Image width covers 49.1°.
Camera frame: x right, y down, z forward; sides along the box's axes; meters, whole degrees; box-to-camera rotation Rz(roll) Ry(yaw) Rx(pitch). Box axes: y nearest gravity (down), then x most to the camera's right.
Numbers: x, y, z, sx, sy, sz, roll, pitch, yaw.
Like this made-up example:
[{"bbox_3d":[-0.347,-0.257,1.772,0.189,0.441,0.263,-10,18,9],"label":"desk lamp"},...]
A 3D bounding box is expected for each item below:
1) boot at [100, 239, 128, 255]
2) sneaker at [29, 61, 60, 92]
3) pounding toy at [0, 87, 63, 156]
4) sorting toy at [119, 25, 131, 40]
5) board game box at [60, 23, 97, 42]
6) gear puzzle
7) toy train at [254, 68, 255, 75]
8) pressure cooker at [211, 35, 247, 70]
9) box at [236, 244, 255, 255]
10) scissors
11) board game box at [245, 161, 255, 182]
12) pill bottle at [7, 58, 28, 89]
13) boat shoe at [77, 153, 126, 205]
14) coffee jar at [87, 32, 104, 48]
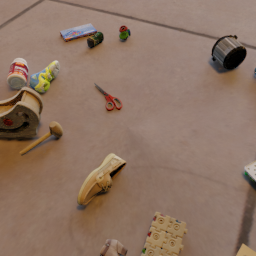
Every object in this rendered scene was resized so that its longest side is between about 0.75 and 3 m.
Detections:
[{"bbox_3d":[-0.427,3.291,7.120,0.637,0.306,0.871,14,50,20],"label":"boot"},{"bbox_3d":[-3.501,-2.220,11.540,0.899,0.648,1.712,12,52,10],"label":"sneaker"},{"bbox_3d":[-3.690,-0.209,9.178,2.867,1.639,1.644,0,50,0],"label":"pounding toy"},{"bbox_3d":[-0.135,-4.642,13.842,0.561,0.383,0.934,-10,61,11],"label":"sorting toy"},{"bbox_3d":[-2.478,-4.805,14.054,1.680,0.163,0.865,-22,52,-18],"label":"board game box"},{"bbox_3d":[0.869,3.195,7.236,0.976,0.247,1.885,18,55,12],"label":"gear puzzle"},{"bbox_3d":[6.534,-2.281,11.492,2.329,0.986,1.347,-12,37,-10],"label":"toy train"},{"bbox_3d":[4.320,-3.347,12.146,1.162,1.180,1.321,-20,53,-12],"label":"pressure cooker"},{"bbox_3d":[3.124,3.427,7.071,0.783,0.083,0.640,31,55,27],"label":"box"},{"bbox_3d":[-0.790,-1.313,11.140,0.663,0.126,1.814,-19,51,-12],"label":"scissors"},{"bbox_3d":[5.187,1.658,8.461,2.390,0.309,2.390,-23,53,-18],"label":"board game box"},{"bbox_3d":[-4.511,-2.282,11.533,0.730,0.730,1.292,-6,50,-5],"label":"pill bottle"},{"bbox_3d":[-0.751,1.542,8.310,0.627,0.693,1.943,25,53,20],"label":"boat shoe"},{"bbox_3d":[-1.562,-4.197,13.342,0.378,0.463,0.887,29,55,23],"label":"coffee jar"}]
